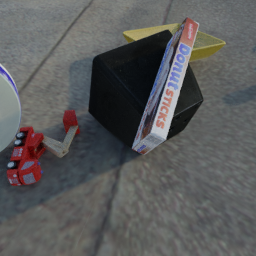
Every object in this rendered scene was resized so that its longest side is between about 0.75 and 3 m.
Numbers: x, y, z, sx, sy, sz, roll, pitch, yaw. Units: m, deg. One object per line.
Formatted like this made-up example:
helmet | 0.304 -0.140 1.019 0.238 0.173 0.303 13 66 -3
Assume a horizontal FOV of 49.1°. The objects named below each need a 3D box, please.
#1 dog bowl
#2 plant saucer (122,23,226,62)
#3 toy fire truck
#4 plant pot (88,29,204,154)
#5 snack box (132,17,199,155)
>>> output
dog bowl | -4.058 -0.504 6.798 2.722 2.722 1.072 -19 30 -18
plant saucer | 1.641 -3.132 10.646 2.864 0.694 2.864 -17 40 -23
toy fire truck | -2.157 0.465 7.447 1.601 0.553 2.270 -4 43 -2
plant pot | 0.553 -0.767 7.598 2.410 2.404 2.138 -29 69 -25
snack box | 0.827 -0.932 5.979 0.362 1.071 2.979 24 65 -8
